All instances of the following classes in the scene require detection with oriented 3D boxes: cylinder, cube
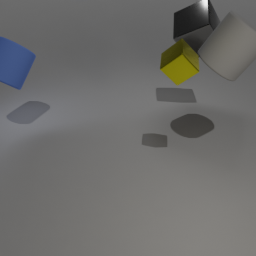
[{"bbox_3d":[2.956,-2.293,7.904,1.400,1.400,1.400,25,35,-19],"label":"cylinder"},{"bbox_3d":[2.647,-3.682,10.594,1.400,1.400,1.400,-14,57,33],"label":"cube"},{"bbox_3d":[-4.211,-2.268,9.926,1.400,1.400,1.400,24,-2,1],"label":"cylinder"},{"bbox_3d":[1.305,-1.654,7.073,0.700,0.700,0.700,-30,35,37],"label":"cube"}]
